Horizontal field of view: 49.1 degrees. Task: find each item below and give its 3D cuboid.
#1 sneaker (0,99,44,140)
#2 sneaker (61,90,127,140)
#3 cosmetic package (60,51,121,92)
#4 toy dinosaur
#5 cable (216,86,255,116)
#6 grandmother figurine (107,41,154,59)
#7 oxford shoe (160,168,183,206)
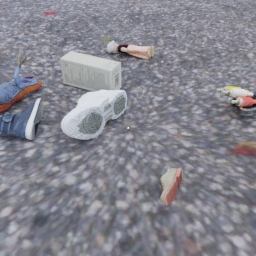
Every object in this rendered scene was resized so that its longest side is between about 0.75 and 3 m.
[{"bbox_3d":[-2.869,-0.311,7.376,1.085,0.571,1.502,3,39,-1],"label":"sneaker"},{"bbox_3d":[-1.038,-0.424,7.436,1.135,0.890,2.284,16,31,30],"label":"sneaker"},{"bbox_3d":[-1.166,-1.733,8.895,1.832,0.948,0.670,18,43,19],"label":"cosmetic package"},{"bbox_3d":[-3.611,-0.986,8.222,1.420,2.705,2.454,1,0,35],"label":"toy dinosaur"},{"bbox_3d":[3.726,-0.864,7.871,2.328,0.586,1.131,-8,37,-12],"label":"cable"},{"bbox_3d":[0.029,-3.092,11.067,1.886,0.571,1.143,11,13,19],"label":"grandmother figurine"},{"bbox_3d":[0.815,1.179,5.688,0.374,0.359,1.013,5,29,27],"label":"oxford shoe"}]
